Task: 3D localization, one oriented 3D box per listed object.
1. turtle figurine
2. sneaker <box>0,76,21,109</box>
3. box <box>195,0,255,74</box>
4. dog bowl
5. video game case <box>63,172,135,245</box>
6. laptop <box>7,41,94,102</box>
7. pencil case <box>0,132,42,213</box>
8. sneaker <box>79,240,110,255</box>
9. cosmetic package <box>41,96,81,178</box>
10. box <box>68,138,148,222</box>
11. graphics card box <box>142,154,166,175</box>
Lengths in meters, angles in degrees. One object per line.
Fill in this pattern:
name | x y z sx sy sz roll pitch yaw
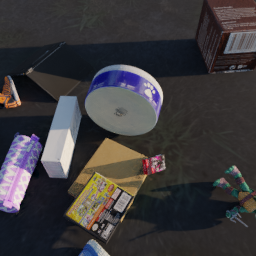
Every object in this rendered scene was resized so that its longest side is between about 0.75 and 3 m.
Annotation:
turtle figurine | 3.773 2.309 8.960 1.563 1.051 2.088 -47 55 17
sneaker | -5.310 -1.537 12.017 0.971 0.672 1.733 -20 56 -16
box | 4.770 -4.383 13.114 2.322 2.298 2.799 -5 53 -3
dog bowl | -0.155 -0.925 10.263 2.722 2.722 1.072 11 54 8
video game case | -0.877 2.456 8.819 1.557 0.220 1.723 30 58 9
laptop | -3.632 -2.677 13.208 2.801 1.623 2.623 7 47 41
pencil case | -3.717 1.480 9.446 1.128 1.107 2.637 -21 46 38
sneaker | -0.492 4.274 7.602 2.496 0.980 1.113 32 66 31
cosmetic package | -2.394 0.267 10.336 0.734 1.196 2.897 4 53 2
box | -0.541 1.690 9.797 2.054 0.267 2.513 25 57 14
graphics card box | 0.927 1.275 9.818 0.882 0.224 0.553 -10 92 -35
